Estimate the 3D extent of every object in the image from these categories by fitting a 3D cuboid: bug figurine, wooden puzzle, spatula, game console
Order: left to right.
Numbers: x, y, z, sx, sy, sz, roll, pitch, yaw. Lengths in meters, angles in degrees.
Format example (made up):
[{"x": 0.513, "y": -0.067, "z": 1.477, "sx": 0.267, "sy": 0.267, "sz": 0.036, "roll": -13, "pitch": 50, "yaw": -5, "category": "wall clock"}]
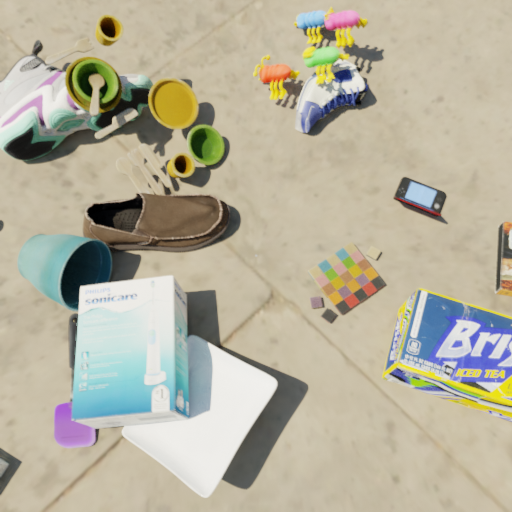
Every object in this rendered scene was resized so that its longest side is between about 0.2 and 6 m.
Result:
[{"x": -3.354, "y": 2.243, "z": 10.346, "sx": 0.700, "sy": 0.254, "sz": 2.477, "roll": -2, "pitch": 64, "yaw": -13, "category": "spatula"}, {"x": 1.225, "y": -4.704, "z": 12.426, "sx": 2.124, "sy": 0.705, "sz": 2.739, "roll": 9, "pitch": 59, "yaw": 42, "category": "bug figurine"}, {"x": 1.780, "y": 0.454, "z": 11.148, "sx": 1.871, "sy": 0.131, "sz": 1.110, "roll": -32, "pitch": 72, "yaw": -12, "category": "wooden puzzle"}, {"x": 3.410, "y": -1.246, "z": 11.577, "sx": 1.001, "sy": 0.594, "sz": 0.863, "roll": 24, "pitch": 70, "yaw": 9, "category": "game console"}]

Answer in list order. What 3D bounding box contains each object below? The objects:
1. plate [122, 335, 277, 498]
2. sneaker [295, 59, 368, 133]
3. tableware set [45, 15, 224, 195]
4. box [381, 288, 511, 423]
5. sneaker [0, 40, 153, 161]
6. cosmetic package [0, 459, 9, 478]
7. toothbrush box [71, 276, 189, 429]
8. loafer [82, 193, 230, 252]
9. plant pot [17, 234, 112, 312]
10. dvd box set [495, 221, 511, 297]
[{"x": -0.961, "y": 2.711, "z": 9.790, "sx": 2.190, "sy": 0.355, "sz": 2.194, "roll": 21, "pitch": 68, "yaw": 35, "category": "plate"}, {"x": 1.762, "y": -3.600, "z": 12.377, "sx": 1.217, "sy": 0.852, "sz": 2.108, "roll": 25, "pitch": 69, "yaw": 12, "category": "sneaker"}, {"x": -2.253, "y": -3.083, "z": 11.361, "sx": 2.406, "sy": 0.548, "sz": 3.572, "roll": -40, "pitch": 104, "yaw": -26, "category": "tableware set"}, {"x": 4.608, "y": 2.076, "z": 9.804, "sx": 4.415, "sy": 1.419, "sz": 1.547, "roll": 18, "pitch": 70, "yaw": 7, "category": "box"}, {"x": -4.165, "y": -3.787, "z": 12.176, "sx": 3.491, "sy": 1.357, "sz": 2.442, "roll": -22, "pitch": 71, "yaw": -9, "category": "sneaker"}, {"x": -4.869, "y": 3.917, "z": 9.610, "sx": 0.605, "sy": 0.435, "sz": 1.072, "roll": 29, "pitch": 72, "yaw": 11, "category": "cosmetic package"}, {"x": -2.186, "y": 1.707, "z": 9.996, "sx": 1.778, "sy": 1.036, "sz": 2.428, "roll": -8, "pitch": 65, "yaw": 5, "category": "toothbrush box"}, {"x": -2.010, "y": -0.692, "z": 11.096, "sx": 3.005, "sy": 1.067, "sz": 1.097, "roll": -9, "pitch": 69, "yaw": -4, "category": "loafer"}, {"x": -3.725, "y": 0.198, "z": 10.654, "sx": 1.319, "sy": 1.404, "sz": 1.404, "roll": 16, "pitch": 69, "yaw": 21, "category": "plant pot"}, {"x": 5.886, "y": 0.210, "z": 11.146, "sx": 2.094, "sy": 0.308, "sz": 1.532, "roll": 11, "pitch": 70, "yaw": 5, "category": "dvd box set"}]
